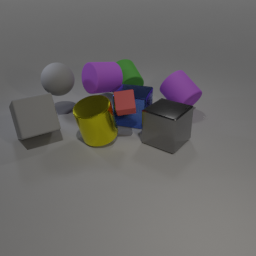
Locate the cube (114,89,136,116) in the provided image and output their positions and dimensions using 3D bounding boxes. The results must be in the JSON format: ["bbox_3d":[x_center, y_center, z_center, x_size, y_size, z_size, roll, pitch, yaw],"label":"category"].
[{"bbox_3d":[-0.104,-0.905,10.086,0.700,0.700,0.700,-8,-13,1],"label":"cube"}]

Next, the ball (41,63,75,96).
[{"bbox_3d":[-2.990,-2.070,11.934,1.400,1.400,1.400,0,29,0],"label":"ball"}]

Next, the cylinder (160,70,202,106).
[{"bbox_3d":[2.403,-1.665,12.801,1.400,1.400,1.400,-22,66,-34],"label":"cylinder"}]

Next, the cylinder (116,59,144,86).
[{"bbox_3d":[-0.075,-2.589,14.526,1.400,1.400,1.400,-12,55,-20],"label":"cylinder"}]

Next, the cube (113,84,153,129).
[{"bbox_3d":[0.228,-0.947,11.990,1.400,1.400,1.400,8,30,14],"label":"cube"}]

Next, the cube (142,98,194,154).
[{"bbox_3d":[1.464,-0.123,10.465,1.400,1.400,1.400,19,35,33],"label":"cube"}]

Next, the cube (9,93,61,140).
[{"bbox_3d":[-3.517,-0.404,10.516,1.400,1.400,1.400,-16,3,-27],"label":"cube"}]

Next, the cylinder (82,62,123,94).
[{"bbox_3d":[-1.197,-2.325,12.913,1.400,1.400,1.400,-12,30,-39],"label":"cylinder"}]

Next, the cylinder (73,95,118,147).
[{"bbox_3d":[-1.176,-0.273,10.373,1.400,1.400,1.400,-8,40,7],"label":"cylinder"}]
